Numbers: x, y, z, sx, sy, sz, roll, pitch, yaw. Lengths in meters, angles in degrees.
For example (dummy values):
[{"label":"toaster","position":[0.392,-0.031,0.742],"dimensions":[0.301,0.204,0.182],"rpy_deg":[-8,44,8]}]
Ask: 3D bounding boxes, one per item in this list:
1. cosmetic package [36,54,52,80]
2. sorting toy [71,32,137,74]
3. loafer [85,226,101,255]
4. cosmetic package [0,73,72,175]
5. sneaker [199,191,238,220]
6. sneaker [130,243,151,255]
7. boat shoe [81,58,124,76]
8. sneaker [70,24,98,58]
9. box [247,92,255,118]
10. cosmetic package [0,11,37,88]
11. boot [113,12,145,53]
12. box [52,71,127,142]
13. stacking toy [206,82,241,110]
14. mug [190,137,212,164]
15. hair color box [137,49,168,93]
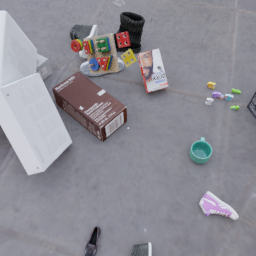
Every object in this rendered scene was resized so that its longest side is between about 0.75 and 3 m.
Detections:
[{"label":"cosmetic package","position":[-4.379,-2.733,11.938],"dimensions":[1.992,0.898,1.064],"rpy_deg":[28,59,22]},{"label":"sorting toy","position":[-0.970,-2.563,9.865],"dimensions":[2.713,1.308,0.459],"rpy_deg":[4,24,35]},{"label":"loafer","position":[-1.021,3.278,7.974],"dimensions":[0.354,0.311,0.986],"rpy_deg":[10,55,7]},{"label":"cosmetic package","position":[-2.927,-0.194,8.693],"dimensions":[0.681,2.637,1.988],"rpy_deg":[-17,17,19]},{"label":"sneaker","position":[2.703,2.529,8.498],"dimensions":[1.142,0.414,0.651],"rpy_deg":[34,67,30]},{"label":"sneaker","position":[0.331,3.742,7.600],"dimensions":[0.608,0.434,1.227],"rpy_deg":[1,49,3]},{"label":"boat shoe","position":[-1.127,-2.675,12.104],"dimensions":[1.871,0.674,0.580],"rpy_deg":[-7,37,-14]},{"label":"sneaker","position":[-2.204,-3.995,12.893],"dimensions":[1.166,0.831,2.351],"rpy_deg":[6,49,7]},{"label":"box","position":[5.560,-0.730,9.780],"dimensions":[1.151,2.013,2.211],"rpy_deg":[-15,57,-11]},{"label":"cosmetic package","position":[-4.858,-1.992,9.835],"dimensions":[2.428,2.430,2.945],"rpy_deg":[-6,72,5]},{"label":"boot","position":[-0.399,-4.310,12.519],"dimensions":[2.275,1.701,0.856],"rpy_deg":[4,55,3]},{"label":"box","position":[-1.430,-0.862,10.521],"dimensions":[2.699,1.011,1.352],"rpy_deg":[36,62,25]},{"label":"stacking toy","position":[3.815,-1.293,11.230],"dimensions":[1.370,0.322,1.033],"rpy_deg":[13,56,9]},{"label":"mug","position":[2.519,0.817,9.588],"dimensions":[0.848,0.524,0.696],"rpy_deg":[-38,62,-22]},{"label":"hair color box","position":[0.997,-2.282,11.262],"dimensions":[0.866,0.499,1.561],"rpy_deg":[-15,92,-2]}]
